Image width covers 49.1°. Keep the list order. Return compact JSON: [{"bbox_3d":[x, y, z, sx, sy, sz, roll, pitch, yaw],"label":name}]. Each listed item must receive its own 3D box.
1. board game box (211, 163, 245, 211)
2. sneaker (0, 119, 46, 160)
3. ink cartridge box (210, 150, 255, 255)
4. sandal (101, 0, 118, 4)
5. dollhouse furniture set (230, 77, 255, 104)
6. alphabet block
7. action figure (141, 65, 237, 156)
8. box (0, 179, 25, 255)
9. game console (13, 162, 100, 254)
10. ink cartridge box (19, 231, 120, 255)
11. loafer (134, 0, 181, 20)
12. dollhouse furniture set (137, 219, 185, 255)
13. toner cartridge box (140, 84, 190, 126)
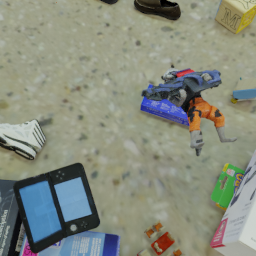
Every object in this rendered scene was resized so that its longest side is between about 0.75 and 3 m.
[{"bbox_3d":[3.434,1.966,7.185,2.465,0.370,1.178,29,67,11],"label":"board game box"},{"bbox_3d":[-3.192,0.094,8.040,1.834,0.692,1.055,27,57,5],"label":"sneaker"},{"bbox_3d":[3.152,1.517,6.061,1.229,2.109,2.914,30,69,14],"label":"ink cartridge box"},{"bbox_3d":[-1.424,-5.504,10.851,2.354,0.504,0.895,19,65,9],"label":"sandal"},{"bbox_3d":[4.133,-1.124,8.750,1.560,1.018,1.473,-2,34,33],"label":"dollhouse furniture set"},{"bbox_3d":[3.870,-4.164,9.899,1.000,1.005,1.024,-38,69,-16],"label":"alphabet block"},{"bbox_3d":[1.127,-0.433,5.745,2.002,1.047,1.936,-11,66,-24],"label":"action figure"},{"bbox_3d":[-3.482,2.448,6.427,2.175,1.244,2.389,3,63,3],"label":"box"},{"bbox_3d":[-1.384,1.550,5.626,1.234,0.850,1.432,-18,85,6],"label":"game console"},{"bbox_3d":[-1.112,3.204,6.236,2.524,0.964,1.722,6,64,1],"label":"ink cartridge box"},{"bbox_3d":[1.104,-4.585,10.304,1.834,0.654,0.669,17,65,9],"label":"loafer"},{"bbox_3d":[0.693,2.891,6.724,0.973,0.507,0.983,-27,66,-26],"label":"dollhouse furniture set"},{"bbox_3d":[1.307,-0.683,8.499,1.709,0.369,0.812,19,64,9],"label":"toner cartridge box"}]
